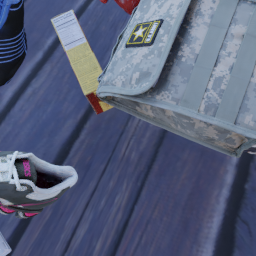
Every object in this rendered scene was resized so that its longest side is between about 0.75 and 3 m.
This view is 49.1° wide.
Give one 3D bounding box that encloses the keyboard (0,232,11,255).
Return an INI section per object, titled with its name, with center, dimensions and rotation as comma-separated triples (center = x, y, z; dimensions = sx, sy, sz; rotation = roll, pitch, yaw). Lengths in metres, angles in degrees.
[keyboard]
center = -2.850, 1.421, 4.841
dimensions = 0.600, 0.114, 2.131
rotation = -32, 91, -20

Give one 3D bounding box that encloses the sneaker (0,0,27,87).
[sneaker]
center = -2.373, -1.813, 5.188
dimensions = 1.008, 2.873, 1.119
rotation = 47, 38, 4

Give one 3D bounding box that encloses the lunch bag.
[lunch bag]
center = 0.900, -0.987, 4.194
dimensions = 2.452, 1.442, 2.011
rotation = 21, 78, 13

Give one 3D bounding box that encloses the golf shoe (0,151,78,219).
[golf shoe]
center = -2.102, 0.639, 4.037
dimensions = 1.314, 2.984, 1.152
rotation = -26, 64, 26

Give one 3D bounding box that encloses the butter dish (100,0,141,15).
[butter dish]
center = -0.061, -3.409, 6.335
dimensions = 1.538, 2.081, 2.076
rotation = -33, 92, 4

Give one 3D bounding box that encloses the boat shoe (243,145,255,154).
[boat shoe]
center = 2.035, 0.126, 5.685
dimensions = 1.779, 0.537, 0.657
rotation = 8, 62, 26

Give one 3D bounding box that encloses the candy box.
[candy box]
center = -0.998, -1.478, 6.481
dimensions = 0.590, 1.219, 2.089
rotation = -24, 72, -2
